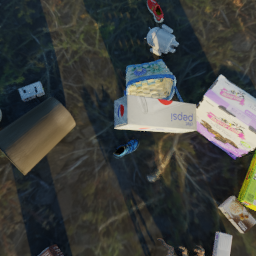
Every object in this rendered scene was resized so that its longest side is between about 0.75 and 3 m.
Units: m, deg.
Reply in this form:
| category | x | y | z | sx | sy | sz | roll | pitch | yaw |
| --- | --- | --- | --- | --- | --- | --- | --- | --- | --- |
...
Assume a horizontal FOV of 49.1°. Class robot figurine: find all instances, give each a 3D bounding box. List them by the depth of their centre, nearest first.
| category | x | y | z | sx | sy | sz | roll | pitch | yaw |
| --- | --- | --- | --- | --- | --- | --- | --- | --- | --- |
| robot figurine | 1.500 | -3.937 | 12.574 | 1.538 | 0.869 | 1.305 | 30 | 109 | 9 |

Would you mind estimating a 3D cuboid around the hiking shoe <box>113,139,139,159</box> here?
| category | x | y | z | sx | sy | sz | roll | pitch | yaw |
| --- | --- | --- | --- | --- | --- | --- | --- | --- | --- |
| hiking shoe | -0.036 | 0.821 | 11.288 | 1.212 | 0.526 | 0.451 | -34 | 76 | -10 |

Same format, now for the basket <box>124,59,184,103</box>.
| category | x | y | z | sx | sy | sz | roll | pitch | yaw |
| --- | --- | --- | --- | --- | --- | --- | --- | --- | --- |
| basket | 0.877 | -1.410 | 11.311 | 2.261 | 1.784 | 2.564 | -12 | 64 | -4 |

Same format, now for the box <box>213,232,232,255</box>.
| category | x | y | z | sx | sy | sz | roll | pitch | yaw |
| --- | --- | --- | --- | --- | --- | --- | --- | --- | --- |
| box | 3.260 | 5.014 | 10.019 | 0.502 | 0.469 | 2.422 | 13 | 73 | 4 |

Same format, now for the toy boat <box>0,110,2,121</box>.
| category | x | y | z | sx | sy | sz | roll | pitch | yaw |
| --- | --- | --- | --- | --- | --- | --- | --- | --- | --- |
| toy boat | -5.925 | -0.584 | 11.523 | 1.354 | 0.629 | 1.138 | 35 | 50 | -27 |

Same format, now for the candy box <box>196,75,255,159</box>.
| category | x | y | z | sx | sy | sz | roll | pitch | yaw |
| --- | --- | --- | --- | --- | --- | --- | --- | --- | --- |
| candy box | 3.717 | -0.257 | 10.332 | 2.498 | 2.978 | 1.065 | 39 | 77 | 12 |

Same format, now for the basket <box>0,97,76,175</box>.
| category | x | y | z | sx | sy | sz | roll | pitch | yaw |
| --- | --- | --- | --- | --- | --- | --- | --- | --- | --- |
| basket | -3.534 | 0.198 | 10.781 | 2.702 | 2.436 | 1.838 | -43 | 113 | -21 |

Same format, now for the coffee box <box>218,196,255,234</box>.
| category | x | y | z | sx | sy | sz | roll | pitch | yaw |
| --- | --- | --- | --- | --- | --- | --- | --- | --- | --- |
| coffee box | 4.112 | 3.261 | 10.555 | 0.690 | 0.481 | 1.207 | -36 | 76 | -10 |

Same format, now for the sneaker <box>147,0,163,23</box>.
| category | x | y | z | sx | sy | sz | roll | pitch | yaw |
| --- | --- | --- | --- | --- | --- | --- | --- | --- | --- |
| sneaker | 1.347 | -5.678 | 13.268 | 0.527 | 0.581 | 1.367 | -24 | 74 | -7 |

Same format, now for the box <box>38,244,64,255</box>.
| category | x | y | z | sx | sy | sz | roll | pitch | yaw |
| --- | --- | --- | --- | --- | --- | --- | --- | --- | --- |
| box | -2.680 | 4.971 | 9.694 | 1.101 | 1.112 | 1.340 | -38 | 77 | -11 |

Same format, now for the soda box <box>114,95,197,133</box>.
| category | x | y | z | sx | sy | sz | roll | pitch | yaw |
| --- | --- | --- | --- | --- | --- | --- | --- | --- | --- |
| soda box | 0.981 | -0.418 | 9.482 | 2.872 | 0.911 | 0.980 | 5 | 80 | -30 |

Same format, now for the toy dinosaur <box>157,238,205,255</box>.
| category | x | y | z | sx | sy | sz | roll | pitch | yaw |
| --- | --- | --- | --- | --- | --- | --- | --- | --- | --- |
| toy dinosaur | 1.854 | 5.061 | 9.687 | 2.866 | 1.230 | 1.942 | 12 | 78 | -6 |

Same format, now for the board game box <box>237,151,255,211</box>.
| category | x | y | z | sx | sy | sz | roll | pitch | yaw |
| --- | --- | --- | --- | --- | --- | --- | --- | --- | --- |
| board game box | 5.436 | 1.904 | 10.890 | 1.380 | 0.647 | 2.717 | 26 | 75 | 8 |

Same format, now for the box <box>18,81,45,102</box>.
| category | x | y | z | sx | sy | sz | roll | pitch | yaw |
| --- | --- | --- | --- | --- | --- | --- | --- | --- | --- |
| box | -4.169 | -1.576 | 12.152 | 0.971 | 0.292 | 0.566 | -23 | 74 | -6 |
